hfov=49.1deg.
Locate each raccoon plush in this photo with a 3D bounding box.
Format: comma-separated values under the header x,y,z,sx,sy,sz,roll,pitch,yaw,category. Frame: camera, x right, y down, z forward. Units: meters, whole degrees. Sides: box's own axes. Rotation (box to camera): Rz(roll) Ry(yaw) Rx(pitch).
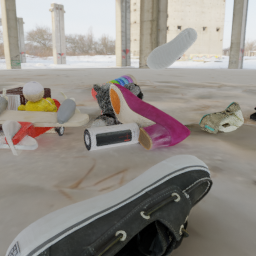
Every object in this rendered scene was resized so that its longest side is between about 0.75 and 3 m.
x,y,z,sx,sy,sz,roll,pitch,yaw,category
-0.827,-0.796,9.085,1.949,1.407,2.909,10,18,31,raccoon plush

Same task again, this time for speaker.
x,y,z,sx,sy,sz,roll,pitch,yaw,category
-0.389,0.206,7.075,1.363,0.554,0.554,-7,16,-27,speaker

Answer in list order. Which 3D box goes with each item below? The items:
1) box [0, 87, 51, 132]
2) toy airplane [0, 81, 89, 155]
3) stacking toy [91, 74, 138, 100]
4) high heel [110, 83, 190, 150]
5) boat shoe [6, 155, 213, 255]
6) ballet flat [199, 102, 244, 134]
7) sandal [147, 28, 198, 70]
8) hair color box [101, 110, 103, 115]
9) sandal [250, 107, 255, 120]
x,y,z,sx,sy,sz,roll,pitch,yaw,category
-3.285,-0.606,8.834,1.214,1.201,1.463,4,15,14,box
-2.444,-0.346,7.062,2.304,1.626,2.294,-9,18,-32,toy airplane
-0.798,-2.075,14.963,1.198,1.198,2.807,14,27,42,stacking toy
0.486,-0.478,7.659,1.278,0.897,2.664,-13,41,-26,high heel
0.183,1.115,3.181,2.898,0.994,0.820,-15,41,-41,boat shoe
3.104,-0.239,8.755,2.179,0.739,0.820,-20,47,-41,ballet flat
1.860,-3.138,11.534,2.351,0.957,0.578,-31,-8,24,sandal
-0.568,-0.573,10.585,0.801,0.245,0.406,2,16,14,hair color box
5.080,-0.662,10.313,0.926,0.556,2.465,8,17,29,sandal
